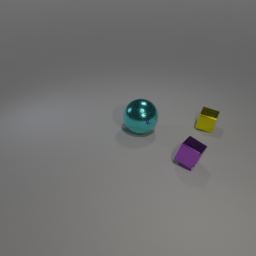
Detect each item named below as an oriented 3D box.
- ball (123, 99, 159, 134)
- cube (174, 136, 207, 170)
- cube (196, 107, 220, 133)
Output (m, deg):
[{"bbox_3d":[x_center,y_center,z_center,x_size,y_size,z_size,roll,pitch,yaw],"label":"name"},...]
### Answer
[{"bbox_3d":[0.509,-0.463,11.097,1.400,1.400,1.400,0,30,0],"label":"ball"},{"bbox_3d":[2.087,0.814,9.314,0.700,0.700,0.700,33,34,18],"label":"cube"},{"bbox_3d":[3.259,-0.341,11.467,0.700,0.700,0.700,20,38,15],"label":"cube"}]
